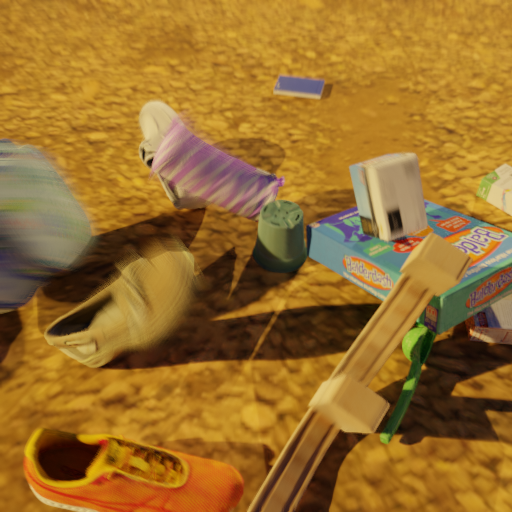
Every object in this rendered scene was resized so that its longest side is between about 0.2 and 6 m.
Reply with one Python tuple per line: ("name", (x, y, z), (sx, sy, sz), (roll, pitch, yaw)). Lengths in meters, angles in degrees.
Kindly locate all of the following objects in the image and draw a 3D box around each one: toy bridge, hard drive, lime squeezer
("toy bridge", (1.092, 1.828, 6.945), (0.654, 1.615, 4.806), (35, 74, 7))
("hard drive", (1.114, -4.358, 14.437), (1.198, 0.152, 0.790), (9, 46, 9))
("lime squeezer", (2.202, 1.130, 8.583), (1.245, 0.665, 3.525), (1, 43, -4))

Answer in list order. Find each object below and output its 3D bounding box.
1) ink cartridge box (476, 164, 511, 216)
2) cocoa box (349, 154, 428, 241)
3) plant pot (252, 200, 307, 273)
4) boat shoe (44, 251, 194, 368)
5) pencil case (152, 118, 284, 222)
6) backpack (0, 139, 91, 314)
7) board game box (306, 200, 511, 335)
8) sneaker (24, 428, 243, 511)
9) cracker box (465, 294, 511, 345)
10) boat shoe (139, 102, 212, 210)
("ink cartridge box", (5.123, -1.253, 11.116), (0.808, 0.469, 1.116), (-29, 52, -26))
("cocoa box", (2.048, -0.928, 8.699), (0.778, 1.167, 0.765), (-18, 15, -16))
("plant pot", (0.440, -0.392, 9.896), (1.004, 0.984, 1.004), (0, 46, 0))
("boat shoe", (-1.913, 0.703, 7.773), (0.851, 2.705, 0.987), (31, 42, -33))
("pencil case", (-0.655, -1.442, 9.915), (2.350, 1.005, 0.986), (22, 40, -26))
("backpack", (-3.943, -0.388, 8.527), (1.863, 2.320, 2.535), (-15, 32, 22))
("board game box", (2.612, -0.078, 9.153), (2.273, 0.672, 2.989), (-22, 34, -27))
("sneaker", (-1.471, 2.694, 6.750), (2.688, 1.037, 0.981), (7, 43, -5))
("cracker box", (4.097, 0.936, 8.975), (1.433, 0.413, 0.960), (6, 45, 4))
("boat shoe", (-1.823, -2.002, 11.227), (0.928, 0.975, 2.709), (-18, 70, -33))
